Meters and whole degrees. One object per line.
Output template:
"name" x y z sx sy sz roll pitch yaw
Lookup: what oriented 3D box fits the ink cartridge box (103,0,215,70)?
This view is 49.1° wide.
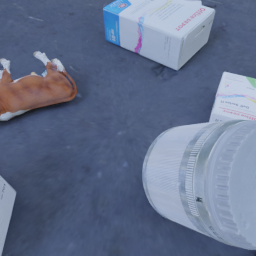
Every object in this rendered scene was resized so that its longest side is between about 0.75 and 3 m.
"ink cartridge box" 0.998 -3.371 9.241 2.960 1.253 2.139 29 55 25

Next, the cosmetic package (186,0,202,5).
"cosmetic package" 2.394 -4.215 10.448 0.692 0.546 1.286 2 51 5

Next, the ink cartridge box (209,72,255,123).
"ink cartridge box" 2.770 -0.393 7.020 1.256 0.722 2.145 16 51 13

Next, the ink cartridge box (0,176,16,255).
"ink cartridge box" -3.401 1.725 4.906 2.298 0.987 1.682 2 57 0

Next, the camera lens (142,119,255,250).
"camera lens" 1.463 0.827 4.692 1.859 2.324 1.859 2 85 -24

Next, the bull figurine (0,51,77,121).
"bull figurine" -2.767 -1.037 7.364 2.711 0.883 1.646 -13 74 -17

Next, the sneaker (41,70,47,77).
"sneaker" -2.339 -1.587 8.260 0.487 0.438 1.129 -5 49 0
